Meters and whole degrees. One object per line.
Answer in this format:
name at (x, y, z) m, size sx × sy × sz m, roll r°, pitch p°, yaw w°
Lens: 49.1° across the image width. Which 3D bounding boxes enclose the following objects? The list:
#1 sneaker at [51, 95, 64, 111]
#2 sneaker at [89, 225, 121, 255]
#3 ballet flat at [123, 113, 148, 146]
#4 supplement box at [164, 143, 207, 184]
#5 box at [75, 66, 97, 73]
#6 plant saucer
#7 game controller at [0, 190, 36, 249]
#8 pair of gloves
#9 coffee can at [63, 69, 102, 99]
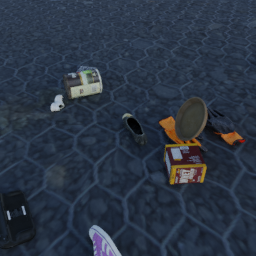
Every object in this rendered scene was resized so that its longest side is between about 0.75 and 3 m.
sneaker at (-2.886, -1.023, 11.810) m, size 0.478 × 0.375 × 0.963 m, roll 11°, pitch 48°, yaw 3°
sneaker at (-0.671, 3.028, 6.390) m, size 0.933 × 0.593 × 1.637 m, roll -25°, pitch 44°, yaw -24°
ballet flat at (0.283, -0.056, 10.382) m, size 0.599 × 0.512 × 1.803 m, roll -14°, pitch 40°, yaw -17°
supplement box at (1.748, 1.102, 8.740) m, size 1.040 × 0.700 × 1.054 m, roll -3°, pitch 38°, yaw -3°
box at (-2.018, -2.535, 13.519) m, size 0.909 × 0.565 × 0.916 m, roll 7°, pitch 39°, yaw 9°
plant saucer at (2.186, -0.292, 9.688) m, size 0.234 × 1.591 × 1.591 m, roll 18°, pitch 31°, yaw -26°
game controller at (-3.095, 2.363, 7.497) m, size 0.930 × 0.375 × 1.783 m, roll -5°, pitch 36°, yaw -31°
pair of gloves at (2.692, 0.035, 10.353) m, size 2.632 × 0.325 × 2.345 m, roll -16°, pitch 41°, yaw -17°
coffee can at (-2.006, -1.946, 12.337) m, size 1.488 × 1.089 × 1.089 m, roll -14°, pitch 40°, yaw -18°
